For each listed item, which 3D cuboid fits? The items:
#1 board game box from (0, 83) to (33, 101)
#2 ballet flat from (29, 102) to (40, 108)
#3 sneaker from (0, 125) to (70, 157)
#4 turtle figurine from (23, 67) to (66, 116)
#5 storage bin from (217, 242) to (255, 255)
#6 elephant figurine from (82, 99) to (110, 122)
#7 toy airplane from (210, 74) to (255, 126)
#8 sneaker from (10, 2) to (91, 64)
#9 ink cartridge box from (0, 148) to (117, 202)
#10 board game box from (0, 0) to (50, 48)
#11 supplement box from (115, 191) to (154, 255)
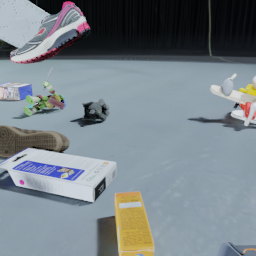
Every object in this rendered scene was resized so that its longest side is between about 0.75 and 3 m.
[{"bbox_3d":[-5.879,-1.892,14.475,1.416,0.686,1.129,5,19,16],"label":"board game box"},{"bbox_3d":[-4.037,-1.111,12.540,0.398,0.416,1.182,8,20,23],"label":"ballet flat"},{"bbox_3d":[-2.724,0.421,7.648,2.370,0.835,0.895,6,-3,18],"label":"sneaker"},{"bbox_3d":[-3.664,-1.344,11.807,1.300,1.806,1.752,-21,9,38],"label":"turtle figurine"},{"bbox_3d":[1.610,1.795,3.503,0.564,0.611,0.840,3,15,-25],"label":"storage bin"},{"bbox_3d":[-1.396,-0.629,10.712,1.274,0.988,0.901,1,58,38],"label":"elephant figurine"},{"bbox_3d":[4.656,-1.124,10.434,2.420,1.708,2.410,0,28,-27],"label":"toy airplane"},{"bbox_3d":[-1.710,-1.917,5.945,1.886,0.704,0.760,-24,8,15],"label":"sneaker"},{"bbox_3d":[-1.575,0.958,6.197,2.434,0.451,1.152,9,20,18],"label":"ink cartridge box"},{"bbox_3d":[-4.041,-3.944,10.532,1.949,1.949,0.252,22,40,-43],"label":"board game box"},{"bbox_3d":[0.062,1.550,4.312,0.493,0.477,1.434,-3,18,-7],"label":"supplement box"}]
